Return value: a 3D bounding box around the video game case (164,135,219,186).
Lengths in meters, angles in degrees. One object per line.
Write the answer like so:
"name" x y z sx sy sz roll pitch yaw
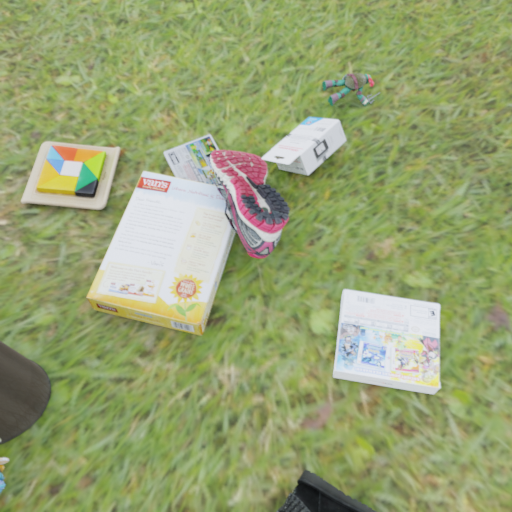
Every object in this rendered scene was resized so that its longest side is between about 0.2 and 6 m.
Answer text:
"video game case" -1.193 -1.864 11.653 1.085 0.131 1.191 -24 71 -13

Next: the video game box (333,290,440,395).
"video game box" 2.245 1.442 9.558 1.713 0.401 1.561 9 56 6

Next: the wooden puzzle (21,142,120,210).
"wooden puzzle" -3.794 -1.708 11.499 1.758 0.327 1.627 3 58 2

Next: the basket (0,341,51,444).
"basket" -4.420 1.770 8.216 2.090 2.318 1.576 -9 58 -6

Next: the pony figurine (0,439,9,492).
"pony figurine" -4.861 3.645 7.435 2.712 2.259 2.618 -3 48 16

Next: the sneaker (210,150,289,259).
"sneaker" -0.267 -1.068 10.172 1.057 0.979 2.622 0 42 -20

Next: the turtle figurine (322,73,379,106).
"turtle figurine" 2.177 -3.871 12.758 1.224 0.616 0.916 -17 60 -9

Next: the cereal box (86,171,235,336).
"cereal box" -1.578 -0.143 10.390 2.091 0.574 2.906 13 60 8

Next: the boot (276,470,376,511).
"boot" 0.992 4.022 7.750 1.812 0.682 1.355 24 54 27

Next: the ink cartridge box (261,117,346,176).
"ink cartridge box" 0.975 -2.186 11.534 1.576 0.526 0.913 -43 38 -21
